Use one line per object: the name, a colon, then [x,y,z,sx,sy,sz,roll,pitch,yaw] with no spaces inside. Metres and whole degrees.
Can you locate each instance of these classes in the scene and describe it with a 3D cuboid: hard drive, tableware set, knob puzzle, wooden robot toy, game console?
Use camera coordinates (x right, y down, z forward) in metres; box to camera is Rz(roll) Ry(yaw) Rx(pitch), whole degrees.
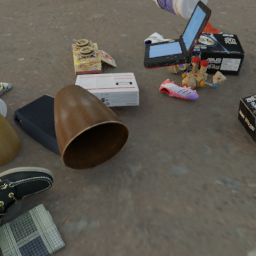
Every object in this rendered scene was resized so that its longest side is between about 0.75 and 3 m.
hard drive: [-2.833,-0.283,10.537,2.842,0.601,1.917,30,50,29]
tableware set: [-2.180,-4.064,13.932,1.114,0.338,1.686,-17,43,-12]
knob puzzle: [-1.080,-3.597,14.060,1.236,0.171,1.236,31,29,-19]
wooden robot toy: [2.778,-2.343,12.488,2.890,1.273,1.312,33,62,31]
game console: [1.521,-3.157,9.328,2.152,1.482,2.497,-6,30,9]

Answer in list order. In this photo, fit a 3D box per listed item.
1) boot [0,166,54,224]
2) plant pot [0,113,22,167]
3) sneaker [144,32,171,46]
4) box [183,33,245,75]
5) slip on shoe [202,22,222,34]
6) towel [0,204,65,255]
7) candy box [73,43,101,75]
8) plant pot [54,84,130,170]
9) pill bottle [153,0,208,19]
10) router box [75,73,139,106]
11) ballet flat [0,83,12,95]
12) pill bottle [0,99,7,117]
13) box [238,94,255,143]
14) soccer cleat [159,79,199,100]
boot: [-3.397,2.312,7.357,2.980,1.076,2.251,-12,45,-5]
plant pot: [-4.615,0.118,9.201,1.706,1.831,1.706,0,43,0]
sneaker: [1.771,-4.297,14.975,1.004,0.858,2.279,-33,45,-13]
box: [4.099,-3.730,13.928,2.712,1.168,2.221,4,42,5]
slip on shoe: [4.766,-6.046,16.905,0.769,0.635,2.075,-27,50,-29]
towel: [-2.590,2.885,7.368,1.427,0.256,1.482,-27,50,-22]
candy box: [-2.088,-3.518,14.109,1.263,0.605,2.188,-6,42,-9]
plant pot: [-1.458,-0.234,9.023,2.200,2.200,2.354,-20,55,-21]
pill bottle: [1.906,-5.411,11.290,1.420,1.420,2.373,-24,45,-24]
router box: [-0.894,-1.616,11.638,2.528,0.618,2.269,-3,29,-3]
ballet flat: [-5.569,-1.739,12.298,0.439,0.439,1.220,17,45,18]
pill bottle: [-6.018,-1.034,10.645,2.844,1.578,1.578,24,47,24]
box: [5.620,-0.387,9.962,2.546,1.097,2.085,-16,44,0]
soccer cleat: [2.172,-1.516,12.032,1.738,0.580,0.665,29,72,25]
